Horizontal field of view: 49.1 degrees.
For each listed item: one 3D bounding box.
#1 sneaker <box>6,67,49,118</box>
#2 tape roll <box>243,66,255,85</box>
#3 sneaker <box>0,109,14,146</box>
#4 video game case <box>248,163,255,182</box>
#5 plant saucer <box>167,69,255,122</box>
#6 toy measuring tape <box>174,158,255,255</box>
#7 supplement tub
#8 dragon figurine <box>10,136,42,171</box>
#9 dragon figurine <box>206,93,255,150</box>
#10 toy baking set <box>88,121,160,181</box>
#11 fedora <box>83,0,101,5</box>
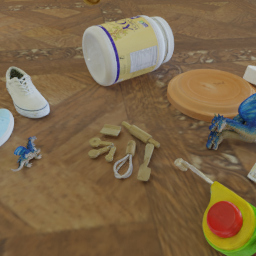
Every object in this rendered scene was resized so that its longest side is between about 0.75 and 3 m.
[{"bbox_3d":[-3.182,-1.126,8.497,0.881,0.854,2.414,-27,46,-30],"label":"sneaker"},{"bbox_3d":[4.487,-1.661,9.232,1.240,0.434,1.240,13,25,-6],"label":"tape roll"},{"bbox_3d":[-3.601,0.054,6.951,0.854,0.946,2.310,5,39,4],"label":"sneaker"},{"bbox_3d":[3.809,0.772,5.559,2.058,1.873,0.236,35,11,37],"label":"video game case"},{"bbox_3d":[2.684,-1.176,8.894,2.848,0.460,2.848,1,39,-1],"label":"plant saucer"},{"bbox_3d":[1.575,1.535,5.300,1.043,1.043,2.835,-18,26,-21],"label":"toy measuring tape"},{"bbox_3d":[0.018,-2.712,9.606,2.685,1.952,1.952,-23,44,-25],"label":"supplement tub"},{"bbox_3d":[-2.485,0.654,6.685,0.582,0.344,1.170,17,41,20],"label":"dragon figurine"},{"bbox_3d":[3.264,-0.295,7.237,2.922,0.860,1.453,-38,62,-23],"label":"dragon figurine"},{"bbox_3d":[-0.037,0.541,6.953,2.084,0.243,1.600,29,50,31],"label":"toy baking set"},{"bbox_3d":[-1.271,-4.544,9.480,1.227,1.227,0.500,-4,78,-6],"label":"fedora"}]
